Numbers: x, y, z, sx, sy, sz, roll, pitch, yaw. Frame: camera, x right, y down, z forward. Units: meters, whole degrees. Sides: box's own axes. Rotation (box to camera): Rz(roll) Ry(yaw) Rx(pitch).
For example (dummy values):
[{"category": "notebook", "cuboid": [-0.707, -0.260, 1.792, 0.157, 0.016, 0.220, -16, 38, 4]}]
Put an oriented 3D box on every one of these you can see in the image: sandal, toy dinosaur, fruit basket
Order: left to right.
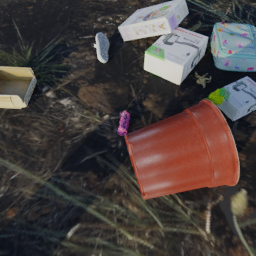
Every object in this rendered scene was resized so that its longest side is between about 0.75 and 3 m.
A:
[{"category": "sandal", "cuboid": [-1.375, -3.947, 13.746, 0.505, 0.836, 2.054, -28, 44, 30]}, {"category": "toy dinosaur", "cuboid": [3.382, -2.092, 12.476, 0.629, 0.362, 1.243, -19, 45, 5]}, {"category": "fruit basket", "cuboid": [3.273, -0.916, 10.706, 1.249, 1.249, 0.901, -24, 89, -18]}]

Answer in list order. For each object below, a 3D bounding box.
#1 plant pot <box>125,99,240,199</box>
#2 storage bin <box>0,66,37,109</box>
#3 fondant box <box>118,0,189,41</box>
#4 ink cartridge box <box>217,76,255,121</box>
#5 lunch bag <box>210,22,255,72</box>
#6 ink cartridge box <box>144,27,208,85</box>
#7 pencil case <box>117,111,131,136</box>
[{"category": "plant pot", "cuboid": [1.472, 0.812, 8.739, 2.747, 2.824, 2.824, -16, 53, -2]}, {"category": "storage bin", "cuboid": [-4.960, -1.714, 11.801, 1.705, 0.805, 1.718, 3, 51, 3]}, {"category": "fondant box", "cuboid": [1.236, -5.351, 13.930, 2.884, 0.840, 2.081, 4, 45, 41]}, {"category": "ink cartridge box", "cuboid": [4.605, -1.230, 11.450, 1.755, 0.737, 1.277, -25, 56, -19]}, {"category": "lunch bag", "cuboid": [5.248, -3.969, 13.401, 2.323, 1.116, 2.896, 4, 51, 3]}, {"category": "ink cartridge box", "cuboid": [2.241, -3.462, 12.994, 1.912, 1.104, 2.629, 28, 56, 20]}, {"category": "pencil case", "cuboid": [-0.164, -0.190, 10.813, 0.433, 0.447, 0.953, 5, 52, 5]}]
